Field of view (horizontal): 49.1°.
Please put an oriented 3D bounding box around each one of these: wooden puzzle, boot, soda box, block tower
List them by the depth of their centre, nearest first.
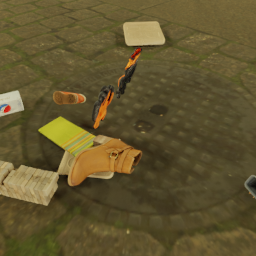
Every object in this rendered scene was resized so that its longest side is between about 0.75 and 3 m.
[{"bbox_3d":[-0.648,1.128,8.359,1.605,0.793,2.067,19,42,21],"label":"boot"},{"bbox_3d":[-3.439,1.571,8.401,2.712,0.784,0.733,9,42,13],"label":"block tower"},{"bbox_3d":[-1.246,1.004,9.321,1.842,0.426,1.706,1,41,8],"label":"wooden puzzle"},{"bbox_3d":[-2.250,-1.132,10.695,1.323,0.496,0.709,11,13,31],"label":"boot"},{"bbox_3d":[-5.283,-0.873,11.267,1.947,0.620,0.663,-17,44,-19],"label":"soda box"},{"bbox_3d":[0.905,-5.522,16.663,2.244,0.561,2.423,-3,46,-3],"label":"wooden puzzle"}]

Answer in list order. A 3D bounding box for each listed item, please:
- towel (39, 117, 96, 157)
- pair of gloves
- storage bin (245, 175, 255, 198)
[{"bbox_3d":[-2.108,0.290,9.946,2.486,0.224,1.070,26,49,39],"label":"towel"},{"bbox_3d":[-0.492,-1.383,10.078,0.346,2.492,2.797,33,63,3],"label":"pair of gloves"},{"bbox_3d":[3.950,1.830,8.333,0.511,0.554,0.761,9,33,-34],"label":"storage bin"}]
